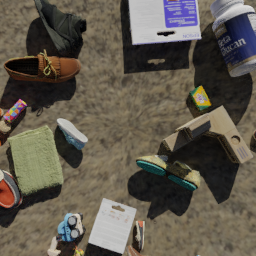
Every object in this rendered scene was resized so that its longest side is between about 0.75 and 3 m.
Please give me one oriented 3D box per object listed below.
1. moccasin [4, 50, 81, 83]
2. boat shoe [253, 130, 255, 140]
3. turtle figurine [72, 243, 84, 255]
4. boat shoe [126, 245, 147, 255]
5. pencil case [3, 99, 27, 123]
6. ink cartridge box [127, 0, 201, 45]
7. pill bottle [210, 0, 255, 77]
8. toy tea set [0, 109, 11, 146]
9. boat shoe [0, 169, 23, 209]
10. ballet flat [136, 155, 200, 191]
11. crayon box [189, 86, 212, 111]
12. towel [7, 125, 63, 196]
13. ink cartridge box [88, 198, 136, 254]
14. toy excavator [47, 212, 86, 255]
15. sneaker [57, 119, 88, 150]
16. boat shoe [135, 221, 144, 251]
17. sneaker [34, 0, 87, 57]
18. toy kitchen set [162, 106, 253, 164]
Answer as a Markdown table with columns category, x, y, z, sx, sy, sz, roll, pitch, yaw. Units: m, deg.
| category | x | y | z | sx | sy | sz | roll | pitch | yaw |
| --- | --- | --- | --- | --- | --- | --- | --- | --- | --- |
| moccasin | -2.971 | -2.152 | 9.794 | 2.592 | 1.000 | 0.948 | 5 | 85 | 0 |
| boat shoe | 5.367 | 0.265 | 9.794 | 1.809 | 0.566 | 0.644 | 6 | 86 | 2 |
| turtle figurine | -1.780 | 4.356 | 9.556 | 0.684 | 0.273 | 0.848 | -36 | 93 | 4 |
| boat shoe | 0.624 | 4.561 | 9.388 | 0.631 | 0.666 | 1.758 | -40 | 95 | -7 |
| pencil case | -4.017 | -0.597 | 9.970 | 0.401 | 0.401 | 0.908 | 43 | 85 | 4 |
| ink cartridge box | 1.260 | -4.224 | 10.207 | 2.507 | 0.549 | 2.531 | -4 | 82 | 0 |
| pill bottle | 3.803 | -3.227 | 9.670 | 1.449 | 1.449 | 2.609 | -19 | 85 | -2 |
| toy tea set | -4.737 | 0.077 | 9.841 | 0.961 | 0.598 | 1.616 | 34 | 64 | -29 |
| boat shoe | -4.818 | 1.603 | 9.486 | 1.063 | 0.934 | 2.986 | -42 | 87 | -5 |
| ballet flat | 1.413 | 1.376 | 9.657 | 2.323 | 0.821 | 0.821 | 24 | 85 | 3 |
| crayon box | 2.601 | -1.056 | 10.079 | 0.469 | 0.230 | 0.789 | -27 | 85 | -3 |
| towel | -3.196 | 1.120 | 9.800 | 1.615 | 0.397 | 2.177 | -17 | 84 | -2 |
| ink cartridge box | -0.516 | 3.352 | 9.631 | 1.262 | 0.443 | 1.552 | 18 | 78 | 2 |
| toy excavator | -2.151 | 3.610 | 9.511 | 1.327 | 0.663 | 1.290 | -14 | 83 | 11 |
| sneaker | -2.066 | 0.247 | 9.843 | 1.387 | 0.513 | 0.568 | 41 | 117 | 18 |
| boat shoe | 0.398 | 3.676 | 9.577 | 0.301 | 0.343 | 0.963 | 3 | 80 | -1 |
| sneaker | -2.373 | -3.923 | 10.023 | 1.412 | 0.942 | 2.464 | -29 | 88 | -4 |
| toy kitchen set | 2.630 | 0.613 | 9.116 | 2.246 | 1.832 | 2.026 | -30 | 85 | -3 |
